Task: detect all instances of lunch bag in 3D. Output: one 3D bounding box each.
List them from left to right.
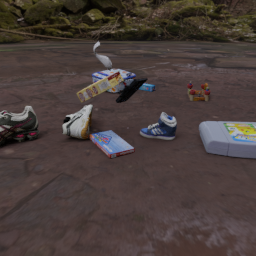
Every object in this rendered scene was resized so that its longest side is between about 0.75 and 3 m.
[{"bbox_3d":[-0.856,-2.827,16.609,2.076,0.979,2.591,-17,27,-33],"label":"lunch bag"}]

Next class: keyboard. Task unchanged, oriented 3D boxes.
[{"bbox_3d":[0.053,-0.981,7.991,0.656,0.250,1.261,-13,-18,-34],"label":"keyboard"}]

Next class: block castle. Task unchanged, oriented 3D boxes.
[{"bbox_3d":[3.703,-1.964,14.706,1.065,0.747,1.593,3,22,6],"label":"block castle"}]

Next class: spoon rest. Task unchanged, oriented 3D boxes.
[{"bbox_3d":[-1.106,-3.064,12.198,0.431,1.422,0.706,-23,48,10],"label":"spoon rest"}]

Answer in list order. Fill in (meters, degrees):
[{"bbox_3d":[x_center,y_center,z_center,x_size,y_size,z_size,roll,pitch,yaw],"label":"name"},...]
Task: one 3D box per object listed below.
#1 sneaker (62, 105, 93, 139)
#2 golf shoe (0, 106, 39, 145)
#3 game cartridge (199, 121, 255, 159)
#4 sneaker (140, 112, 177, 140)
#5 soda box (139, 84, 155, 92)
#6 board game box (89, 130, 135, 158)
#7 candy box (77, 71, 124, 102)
[{"bbox_3d":[-1.868,-0.348,10.462,0.993,0.857,2.266,5,21,-2],"label":"sneaker"},{"bbox_3d":[-4.317,0.005,9.331,2.601,1.146,1.004,-18,29,-34],"label":"golf shoe"},{"bbox_3d":[3.983,0.356,9.249,2.961,0.599,1.975,1,26,4],"label":"game cartridge"},{"bbox_3d":[1.066,-0.136,9.856,1.314,0.962,0.529,9,23,21],"label":"sneaker"},{"bbox_3d":[1.064,-2.368,16.280,1.006,0.323,0.341,17,27,35],"label":"soda box"},{"bbox_3d":[-0.581,0.504,9.336,0.885,0.167,1.719,-10,24,-27],"label":"board game box"},{"bbox_3d":[-0.914,-1.339,9.146,1.397,0.386,0.806,-19,14,35],"label":"candy box"}]
